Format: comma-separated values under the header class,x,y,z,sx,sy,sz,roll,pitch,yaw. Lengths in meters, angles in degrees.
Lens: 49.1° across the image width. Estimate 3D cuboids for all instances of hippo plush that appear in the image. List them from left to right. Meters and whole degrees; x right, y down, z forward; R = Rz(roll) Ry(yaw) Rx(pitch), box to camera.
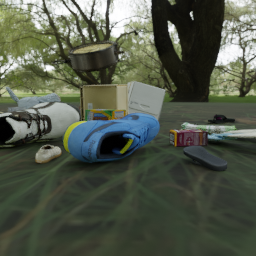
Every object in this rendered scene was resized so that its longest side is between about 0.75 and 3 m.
class,x,y,z,sx,sy,sz,roll,pitch,yaw
hippo plush,-3.218,-0.248,9.497,2.002,1.595,1.610,1,-21,-37

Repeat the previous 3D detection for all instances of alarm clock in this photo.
class,x,y,z,sx,sy,sz,roll,pitch,yaw
alarm clock,-1.225,-2.097,8.386,2.113,0.704,1.425,-10,28,-6

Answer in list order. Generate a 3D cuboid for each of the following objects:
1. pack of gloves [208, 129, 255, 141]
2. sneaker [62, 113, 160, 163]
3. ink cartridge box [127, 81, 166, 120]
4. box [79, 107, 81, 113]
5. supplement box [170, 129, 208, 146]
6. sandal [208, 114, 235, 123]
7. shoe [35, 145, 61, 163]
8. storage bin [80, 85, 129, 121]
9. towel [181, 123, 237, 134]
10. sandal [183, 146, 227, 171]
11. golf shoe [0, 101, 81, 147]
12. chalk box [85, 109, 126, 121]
class,x,y,z,sx,sy,sz,roll,pitch,yaw
pack of gloves,3.344,0.337,7.690,2.109,0.495,2.511,-6,0,-22
sneaker,-0.009,0.249,6.128,1.096,0.922,2.796,17,17,39
ink cartridge box,0.725,-1.393,14.720,1.700,1.692,2.317,14,5,-10
box,-1.500,-0.792,15.006,2.112,0.791,1.057,-4,8,-20
supplement box,1.653,0.265,7.668,0.926,0.397,0.511,-1,7,-6
sandal,4.565,-0.475,13.789,1.722,0.412,0.647,-4,8,-33
shoe,-1.705,0.512,6.095,0.370,0.282,1.058,0,7,3
storage bin,-0.921,-0.761,10.688,1.730,1.743,0.817,4,10,27
towel,3.015,-0.022,10.517,1.954,0.300,1.458,2,8,16
sandal,1.471,0.628,5.566,0.444,0.250,1.166,-9,19,-17
golf shoe,-2.633,0.014,7.500,3.000,1.166,1.417,-12,18,-21
chalk box,-0.892,-0.203,9.528,1.433,0.888,0.894,4,7,29
